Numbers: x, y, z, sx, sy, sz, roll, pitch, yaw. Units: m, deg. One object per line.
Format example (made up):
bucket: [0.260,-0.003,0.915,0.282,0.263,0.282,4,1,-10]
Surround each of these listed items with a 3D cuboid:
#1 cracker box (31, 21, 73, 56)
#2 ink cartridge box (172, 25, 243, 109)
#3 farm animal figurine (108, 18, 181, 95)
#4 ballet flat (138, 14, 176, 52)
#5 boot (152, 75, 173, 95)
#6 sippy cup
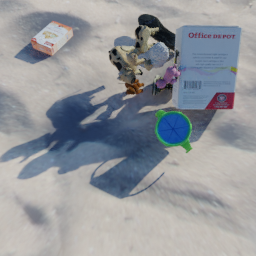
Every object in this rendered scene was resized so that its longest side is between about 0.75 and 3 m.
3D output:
cracker box: [-2.601,-3.114,9.660,0.838,0.361,1.251,24,59,15]
ink cartridge box: [2.043,-1.599,7.475,1.529,2.099,0.869,0,15,-2]
farm animal figurine: [0.242,-1.717,7.435,1.055,2.097,1.694,-12,88,-32]
ballet flat: [1.034,-3.223,9.565,0.675,0.577,2.030,-41,67,-2]
boot: [1.138,-1.222,8.136,0.820,0.392,1.086,10,32,8]
sippy cup: [1.133,0.085,6.933,0.871,0.813,1.109,-4,79,11]
